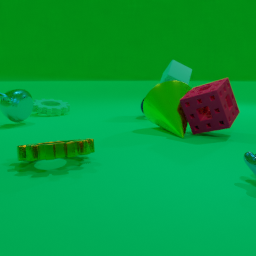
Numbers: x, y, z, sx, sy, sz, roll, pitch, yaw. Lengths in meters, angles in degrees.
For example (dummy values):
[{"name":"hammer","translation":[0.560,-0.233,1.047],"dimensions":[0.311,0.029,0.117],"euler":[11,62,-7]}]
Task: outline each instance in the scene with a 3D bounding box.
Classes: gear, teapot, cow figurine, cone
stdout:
[{"name":"gear","translation":[-1.120,0.330,4.409],"dimensions":[1.161,0.215,1.161],"euler":[-5,1,0]},{"name":"teapot","translation":[-3.123,-0.635,7.815],"dimensions":[0.739,0.939,1.510],"euler":[17,-13,16]},{"name":"cow figurine","translation":[1.867,0.443,3.199],"dimensions":[0.488,0.889,0.875],"euler":[8,43,-31]},{"name":"gear","translation":[-2.786,-0.762,10.070],"dimensions":[1.343,0.248,1.343],"euler":[7,19,-2]},{"name":"cone","translation":[1.137,-0.197,6.668],"dimensions":[1.376,1.376,1.382],"euler":[-1,37,-7]}]

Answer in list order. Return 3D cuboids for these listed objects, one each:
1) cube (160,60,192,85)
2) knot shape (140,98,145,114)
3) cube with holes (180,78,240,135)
[{"name":"cube","translation":[1.620,-1.692,9.636],"dimensions":[0.777,0.777,0.777],"euler":[25,-32,-6]},{"name":"knot shape","translation":[1.416,-0.825,9.606],"dimensions":[1.799,0.831,1.684],"euler":[3,11,17]},{"name":"cube with holes","translation":[1.880,-0.495,6.395],"dimensions":[0.880,0.880,0.880],"euler":[-13,17,40]}]
